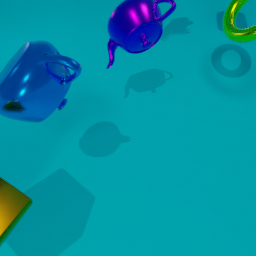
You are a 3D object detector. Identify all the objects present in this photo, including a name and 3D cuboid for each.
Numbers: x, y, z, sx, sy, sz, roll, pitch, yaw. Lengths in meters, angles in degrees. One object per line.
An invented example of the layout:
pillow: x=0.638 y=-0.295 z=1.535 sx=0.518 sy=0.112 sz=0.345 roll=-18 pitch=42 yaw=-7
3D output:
teapot: x=-1.156 y=-0.494 z=3.494 sx=1.669 sy=0.817 sz=1.038 roll=-19 pitch=45 yaw=42
cube: x=-2.011 y=1.119 z=2.959 sx=1.194 sy=1.194 sz=1.194 roll=38 pitch=30 yaw=-5
teapot: x=0.157 y=-1.942 z=5.635 sx=1.852 sy=1.152 sz=0.907 roll=-34 pitch=68 yaw=22
ring: x=2.930 y=-2.736 z=6.532 sx=0.317 sy=1.585 sz=1.585 roll=23 pitch=40 yaw=-35
